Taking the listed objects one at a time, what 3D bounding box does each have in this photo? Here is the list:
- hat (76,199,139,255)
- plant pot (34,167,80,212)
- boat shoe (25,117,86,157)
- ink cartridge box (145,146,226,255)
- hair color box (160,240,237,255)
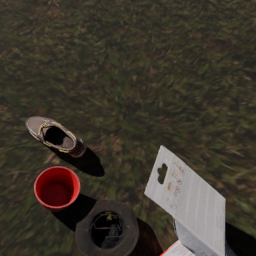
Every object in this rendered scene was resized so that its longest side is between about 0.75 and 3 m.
[{"bbox_3d":[-0.458,2.412,6.340,1.547,0.624,1.547,0,40,0],"label":"hat"},{"bbox_3d":[-1.709,1.535,6.702,1.018,0.901,1.018,8,59,-14],"label":"plant pot"},{"bbox_3d":[-2.050,0.156,7.595,1.968,0.586,0.707,28,80,20],"label":"boat shoe"},{"bbox_3d":[1.107,1.469,5.540,1.933,0.485,1.568,39,35,-6],"label":"ink cartridge box"},{"bbox_3d":[1.988,3.498,5.765,1.429,0.862,2.816,-33,66,-17],"label":"hair color box"}]
